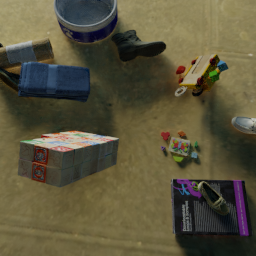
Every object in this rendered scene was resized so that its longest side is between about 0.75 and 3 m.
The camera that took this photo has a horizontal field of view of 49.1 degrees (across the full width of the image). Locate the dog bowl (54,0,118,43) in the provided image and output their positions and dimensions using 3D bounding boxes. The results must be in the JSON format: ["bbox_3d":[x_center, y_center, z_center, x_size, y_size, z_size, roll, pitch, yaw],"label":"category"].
[{"bbox_3d":[-1.896,-5.385,12.932,2.849,1.122,2.849,0,68,0],"label":"dog bowl"}]

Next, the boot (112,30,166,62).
[{"bbox_3d":[0.472,-3.895,12.561,2.264,0.767,1.479,-13,62,-7],"label":"boot"}]

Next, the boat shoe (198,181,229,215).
[{"bbox_3d":[2.941,2.397,9.575,0.486,0.419,1.331,-33,71,-13],"label":"boat shoe"}]

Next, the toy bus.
[{"bbox_3d":[3.014,-1.987,11.526,2.195,1.134,2.071,-30,34,20],"label":"toy bus"}]

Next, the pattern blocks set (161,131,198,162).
[{"bbox_3d":[2.007,0.702,10.951,1.450,0.117,1.274,2,68,1],"label":"pattern blocks set"}]

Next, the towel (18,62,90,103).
[{"bbox_3d":[-2.969,-1.909,11.515,2.815,0.683,1.571,3,64,-10],"label":"towel"}]

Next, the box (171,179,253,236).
[{"bbox_3d":[2.867,2.785,9.899,2.659,0.480,1.901,2,67,0],"label":"box"}]

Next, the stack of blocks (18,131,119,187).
[{"bbox_3d":[-1.568,0.677,7.432,1.608,2.793,0.818,9,97,22],"label":"stack of blocks"}]

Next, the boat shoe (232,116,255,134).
[{"bbox_3d":[5.095,-0.104,10.986,1.918,0.665,0.679,17,68,7],"label":"boat shoe"}]

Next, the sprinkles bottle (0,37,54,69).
[{"bbox_3d":[-4.708,-3.141,12.074,2.855,0.974,0.974,-15,68,-6],"label":"sprinkles bottle"}]

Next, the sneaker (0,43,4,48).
[{"bbox_3d":[-5.805,-3.679,12.517,1.012,0.584,0.380,30,70,11],"label":"sneaker"}]

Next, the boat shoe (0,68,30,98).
[{"bbox_3d":[-4.710,-1.972,11.811,1.828,0.669,0.592,38,61,1],"label":"boat shoe"}]
